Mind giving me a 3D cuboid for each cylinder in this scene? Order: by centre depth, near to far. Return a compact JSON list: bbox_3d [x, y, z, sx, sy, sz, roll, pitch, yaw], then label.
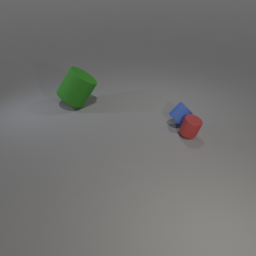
[{"bbox_3d":[2.424,-0.052,10.819,0.700,0.700,0.700,12,37,-9],"label":"cylinder"},{"bbox_3d":[2.161,-0.598,11.480,0.700,0.700,0.700,-45,33,10],"label":"cylinder"},{"bbox_3d":[-2.357,-1.877,12.923,1.400,1.400,1.400,31,19,-12],"label":"cylinder"}]
